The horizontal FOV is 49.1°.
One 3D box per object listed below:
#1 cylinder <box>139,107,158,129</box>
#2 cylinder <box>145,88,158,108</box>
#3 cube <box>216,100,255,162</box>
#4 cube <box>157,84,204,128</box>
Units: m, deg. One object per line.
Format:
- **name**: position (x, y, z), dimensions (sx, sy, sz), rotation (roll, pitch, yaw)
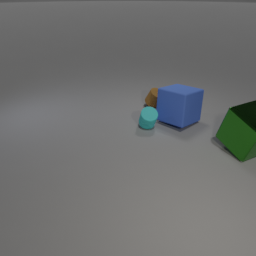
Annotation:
- **cylinder**: position (0.830, -0.410, 11.538), dimensions (0.700, 0.700, 0.700), rotation (3, 61, -5)
- **cylinder**: position (1.261, -1.453, 13.440), dimensions (0.700, 0.700, 0.700), rotation (16, 45, -17)
- **cube**: position (4.237, 0.083, 9.790), dimensions (1.400, 1.400, 1.400), rotation (-15, 49, -26)
- **cube**: position (2.185, -0.986, 11.883), dimensions (1.400, 1.400, 1.400), rotation (21, 28, 40)
